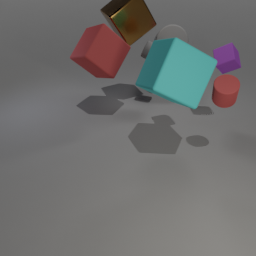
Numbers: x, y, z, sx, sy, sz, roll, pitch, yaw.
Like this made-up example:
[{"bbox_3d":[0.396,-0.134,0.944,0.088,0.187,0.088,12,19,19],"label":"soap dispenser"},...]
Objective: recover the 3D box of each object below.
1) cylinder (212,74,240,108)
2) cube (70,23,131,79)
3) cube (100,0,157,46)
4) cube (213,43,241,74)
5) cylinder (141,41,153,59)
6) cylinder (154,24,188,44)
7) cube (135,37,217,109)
[{"bbox_3d":[2.780,-1.047,8.000,0.700,0.700,0.700,-5,59,9],"label":"cylinder"},{"bbox_3d":[-1.049,-2.824,10.494,1.400,1.400,1.400,33,-9,-35],"label":"cube"},{"bbox_3d":[0.004,-4.337,10.962,1.400,1.400,1.400,-37,38,4],"label":"cube"},{"bbox_3d":[3.539,-2.474,10.007,0.700,0.700,0.700,-16,-25,35],"label":"cube"},{"bbox_3d":[0.971,-3.049,11.301,0.700,0.700,0.700,28,32,0],"label":"cylinder"},{"bbox_3d":[1.912,-3.871,12.678,1.400,1.400,1.400,0,14,1],"label":"cylinder"},{"bbox_3d":[1.273,-1.501,7.720,1.400,1.400,1.400,21,6,-22],"label":"cube"}]
